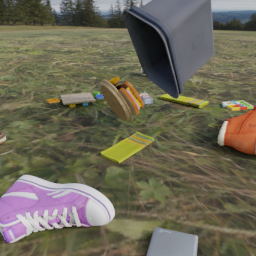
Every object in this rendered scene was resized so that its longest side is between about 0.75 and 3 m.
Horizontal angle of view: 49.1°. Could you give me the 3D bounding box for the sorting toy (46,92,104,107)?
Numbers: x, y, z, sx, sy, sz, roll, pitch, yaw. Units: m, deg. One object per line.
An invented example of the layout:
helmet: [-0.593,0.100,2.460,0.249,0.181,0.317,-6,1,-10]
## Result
sorting toy: [-2.089,-1.141,11.561,2.464,0.336,1.388,-7,21,-17]

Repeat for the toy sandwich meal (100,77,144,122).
toy sandwich meal: [-0.142,-0.631,5.868,0.401,1.171,1.171,-37,36,-13]

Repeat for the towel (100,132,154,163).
towel: [0.017,0.522,8.026,0.718,0.151,1.669,17,29,35]

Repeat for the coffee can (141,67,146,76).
coffee can: [1.331,-3.281,15.822,1.004,0.735,0.735,8,25,20]

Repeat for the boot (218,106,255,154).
boot: [3.574,-0.118,8.510,1.460,1.021,2.722,7,25,28]

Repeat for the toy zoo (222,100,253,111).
toy zoo: [4.322,-0.906,11.261,1.129,0.116,0.741,-6,25,-14]

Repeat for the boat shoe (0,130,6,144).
boat shoe: [-4.539,-0.028,8.490,2.066,0.764,0.763,14,27,28]

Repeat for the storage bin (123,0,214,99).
storage bin: [1.232,-2.480,7.691,1.796,2.674,1.946,-40,55,-8]

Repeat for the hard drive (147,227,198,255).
hard drive: [0.686,2.095,4.456,0.772,0.182,1.106,7,25,15]

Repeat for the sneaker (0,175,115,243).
sneaker: [-1.427,1.615,4.959,2.252,0.816,1.284,3,30,24]

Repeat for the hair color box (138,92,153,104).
hair color box: [0.696,-1.261,11.883,0.422,0.258,0.852,-8,25,-16]

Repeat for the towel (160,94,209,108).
towel: [2.348,-1.168,11.838,1.946,0.176,0.837,18,25,37]
